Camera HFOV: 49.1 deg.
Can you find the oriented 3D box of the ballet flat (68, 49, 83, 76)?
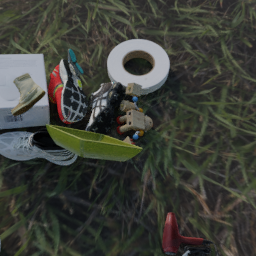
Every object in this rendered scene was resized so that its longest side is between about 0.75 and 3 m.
[{"bbox_3d":[-1.961,-2.315,10.015,0.323,1.013,0.341,-16,24,26],"label":"ballet flat"}]

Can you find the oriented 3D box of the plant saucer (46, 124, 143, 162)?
[{"bbox_3d":[-1.026,0.474,8.014,2.116,2.119,0.507,16,93,49],"label":"plant saucer"}]

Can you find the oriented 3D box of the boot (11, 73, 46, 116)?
[{"bbox_3d":[-3.055,-0.968,8.036,1.118,0.407,0.869,-42,84,-6],"label":"boot"}]

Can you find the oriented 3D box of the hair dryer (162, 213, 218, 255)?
[{"bbox_3d":[1.647,3.338,8.255,1.378,0.492,1.809,-24,69,-30],"label":"hair dryer"}]

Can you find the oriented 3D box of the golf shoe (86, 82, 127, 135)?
[{"bbox_3d":[-0.993,-0.646,10.059,1.124,0.925,2.379,15,63,31],"label":"golf shoe"}]

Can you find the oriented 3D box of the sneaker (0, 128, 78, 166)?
[{"bbox_3d":[-3.096,0.374,8.986,2.832,1.630,1.069,8,63,4],"label":"sneaker"}]

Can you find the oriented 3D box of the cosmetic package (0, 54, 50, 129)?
[{"bbox_3d":[-3.991,-1.276,9.751,2.262,1.395,2.269,-5,63,-16],"label":"cosmetic package"}]

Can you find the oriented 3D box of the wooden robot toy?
[{"bbox_3d":[0.336,-0.286,9.885,1.127,1.094,2.483,13,69,-35],"label":"wooden robot toy"}]

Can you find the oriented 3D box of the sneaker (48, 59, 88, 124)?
[{"bbox_3d":[-2.272,-1.150,10.017,1.246,1.130,2.935,-35,46,22],"label":"sneaker"}]

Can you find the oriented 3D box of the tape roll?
[{"bbox_3d":[0.410,-2.439,11.071,2.488,0.455,2.488,0,64,-1],"label":"tape roll"}]
